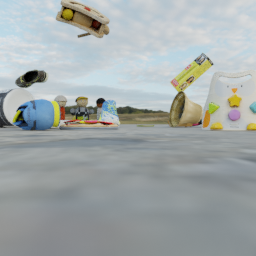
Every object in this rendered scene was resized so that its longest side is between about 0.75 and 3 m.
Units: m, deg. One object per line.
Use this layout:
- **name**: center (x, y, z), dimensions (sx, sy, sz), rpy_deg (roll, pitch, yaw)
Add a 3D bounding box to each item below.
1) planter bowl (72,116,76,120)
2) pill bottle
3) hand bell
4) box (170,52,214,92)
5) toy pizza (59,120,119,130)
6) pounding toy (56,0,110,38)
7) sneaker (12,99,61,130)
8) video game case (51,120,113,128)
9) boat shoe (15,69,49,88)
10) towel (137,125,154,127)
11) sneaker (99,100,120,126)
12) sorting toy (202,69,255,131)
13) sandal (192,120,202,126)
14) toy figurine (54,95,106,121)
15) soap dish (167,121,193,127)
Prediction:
- **planter bowl**: center (-2.888, -0.437, 17.158), dimensions (1.587, 0.661, 1.587), rpy_deg (1, 1, 0)
- **pill bottle**: center (-4.892, -0.719, 10.797), dimensions (2.713, 1.441, 1.441), rpy_deg (0, 0, 35)
- **hand bell**: center (3.124, -0.408, 10.906), dimensions (2.733, 1.423, 1.423), rpy_deg (13, -2, -13)
- **box**: center (2.494, -2.153, 11.044), dimensions (0.430, 1.714, 0.645), rpy_deg (38, 19, -32)
- **toy pizza**: center (-1.038, -0.091, 7.545), dimensions (1.630, 0.258, 1.630), rpy_deg (0, 1, 0)
- **pounding toy**: center (-1.302, -3.071, 8.553), dimensions (1.934, 1.109, 1.106), rpy_deg (6, 37, -35)
- **sneaker**: center (-2.468, -0.337, 6.987), dimensions (0.931, 0.783, 2.375), rpy_deg (-4, 3, -31)
- **video game case**: center (-2.153, -0.138, 9.838), dimensions (2.448, 0.286, 2.226), rpy_deg (-1, 1, -40)
- **boat shoe**: center (-3.440, -1.734, 9.715), dimensions (1.464, 0.522, 0.441), rpy_deg (-9, -11, 28)
- **towel**: center (0.941, -0.120, 14.963), dimensions (0.434, 0.091, 1.009), rpy_deg (2, 2, 44)
- **sneaker**: center (-0.902, -0.688, 12.739), dimensions (0.929, 1.288, 2.452), rpy_deg (0, 0, -12)
- **sorting toy**: center (2.400, -0.618, 6.321), dimensions (1.507, 1.357, 0.805), rpy_deg (0, 1, 22)
- **sandal**: center (3.699, -0.263, 15.531), dimensions (2.230, 0.503, 0.837), rpy_deg (16, 12, 19)
- **toy figurine**: center (-2.420, -0.911, 14.609), dimensions (2.374, 1.678, 2.412), rpy_deg (1, 1, 36)
- **soap dish**: center (2.435, -0.249, 12.911), dimensions (1.011, 0.411, 0.795), rpy_deg (0, 1, 34)
